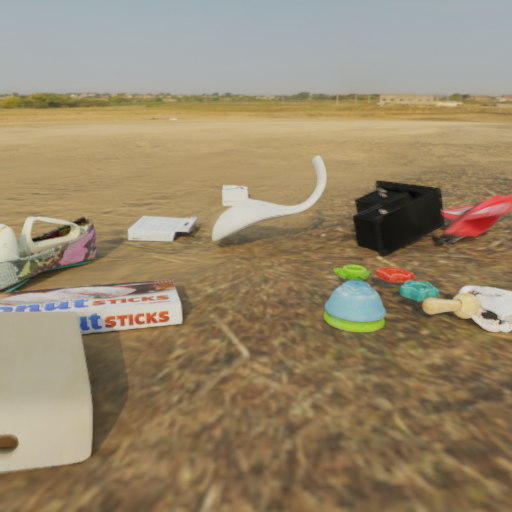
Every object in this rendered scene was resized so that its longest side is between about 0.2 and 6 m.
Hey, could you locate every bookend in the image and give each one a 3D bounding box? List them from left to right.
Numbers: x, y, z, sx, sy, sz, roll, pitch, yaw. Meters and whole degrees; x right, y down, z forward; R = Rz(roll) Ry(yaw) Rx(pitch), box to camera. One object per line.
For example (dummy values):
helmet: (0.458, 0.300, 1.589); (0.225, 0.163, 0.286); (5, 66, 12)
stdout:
bookend: (2.257, -0.730, 10.151); (1.555, 0.721, 1.565); (-24, 24, -25)

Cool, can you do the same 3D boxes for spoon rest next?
spoon rest: (0.253, -0.818, 9.525); (2.276, 0.690, 1.131); (-32, 0, 2)

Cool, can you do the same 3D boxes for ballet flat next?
ballet flat: (-3.356, -0.083, 8.086); (0.897, 0.923, 2.594); (17, 23, 27)

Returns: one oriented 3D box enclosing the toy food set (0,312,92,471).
toy food set: (-2.314, 1.103, 4.852); (1.544, 0.650, 2.151); (2, 19, -23)

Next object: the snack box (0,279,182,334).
snack box: (-2.249, 0.650, 6.724); (2.611, 0.317, 0.939); (-4, 17, -14)

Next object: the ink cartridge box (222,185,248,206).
ink cartridge box: (-0.512, -1.476, 13.661); (0.619, 0.355, 0.852); (-1, 17, -2)

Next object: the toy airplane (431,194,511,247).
toy airplane: (4.380, -0.953, 9.979); (2.843, 0.523, 2.843); (-34, 5, 3)

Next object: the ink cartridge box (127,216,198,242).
ink cartridge box: (-1.748, -0.520, 10.728); (1.151, 0.234, 1.148); (1, 17, 4)

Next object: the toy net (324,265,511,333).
toy net: (2.130, 0.578, 6.824); (2.507, 0.484, 1.315); (6, 15, 13)
